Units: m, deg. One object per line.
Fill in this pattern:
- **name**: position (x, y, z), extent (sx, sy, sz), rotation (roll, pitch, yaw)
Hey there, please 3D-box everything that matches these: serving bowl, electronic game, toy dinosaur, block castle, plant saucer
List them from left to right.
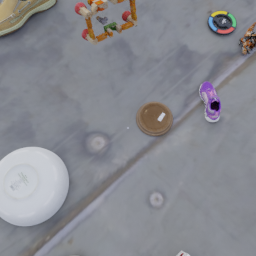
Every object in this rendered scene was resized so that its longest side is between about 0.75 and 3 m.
- **serving bowl**: position (-2.673, 1.446, 7.327), extent (2.119, 0.697, 2.119), rotation (-1, 70, 2)
- **block castle**: position (-0.564, -3.049, 7.487), extent (1.602, 1.071, 0.752), rotation (-30, 53, -14)
- **plant saucer**: position (0.786, -0.300, 8.254), extent (1.106, 0.163, 1.106), rotation (0, 70, -1)
- **electronic game**: position (3.139, -3.516, 9.338), extent (0.960, 0.200, 0.960), rotation (0, 71, 0)
- **toy dinosaur**: position (4.004, -2.896, 8.969), extent (0.807, 0.607, 1.189), rotation (11, 92, 20)

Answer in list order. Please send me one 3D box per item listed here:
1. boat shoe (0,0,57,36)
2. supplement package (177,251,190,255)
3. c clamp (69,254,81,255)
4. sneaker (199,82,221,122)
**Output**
- **boat shoe**: position (-3.619, -4.043, 9.073), extent (2.720, 1.036, 0.975), rotation (-41, 76, -13)
- **supplement package**: position (1.277, 3.454, 6.574), extent (0.834, 0.872, 0.641), rotation (-41, 76, -13)
- **c clamp**: position (-1.644, 4.321, 6.568), extent (2.051, 0.325, 2.400), rotation (-5, 71, -2)
- **sneaker**: position (2.465, -0.841, 8.228), extent (0.511, 0.561, 1.270), rotation (-7, 70, -1)
